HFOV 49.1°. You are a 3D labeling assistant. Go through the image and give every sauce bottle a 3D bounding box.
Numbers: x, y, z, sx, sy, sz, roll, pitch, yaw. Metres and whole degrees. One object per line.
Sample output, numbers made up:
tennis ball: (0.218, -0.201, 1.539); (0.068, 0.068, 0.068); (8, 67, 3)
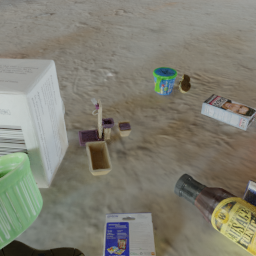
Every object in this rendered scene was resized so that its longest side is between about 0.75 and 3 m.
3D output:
sauce bottle: (2.325, 1.990, 6.255); (2.866, 0.946, 0.946); (27, 44, 35)

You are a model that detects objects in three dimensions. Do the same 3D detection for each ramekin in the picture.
ramekin: (-3.025, 1.607, 5.800); (2.464, 1.204, 2.464); (-19, 15, 5)

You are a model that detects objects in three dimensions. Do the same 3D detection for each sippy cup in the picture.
sippy cup: (1.491, -1.887, 11.489); (1.252, 0.918, 0.984); (-15, 38, -20)

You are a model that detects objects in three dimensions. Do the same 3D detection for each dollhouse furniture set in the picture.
dollhouse furniture set: (-0.531, 0.151, 8.157); (1.711, 1.532, 2.159); (-4, 39, -12)

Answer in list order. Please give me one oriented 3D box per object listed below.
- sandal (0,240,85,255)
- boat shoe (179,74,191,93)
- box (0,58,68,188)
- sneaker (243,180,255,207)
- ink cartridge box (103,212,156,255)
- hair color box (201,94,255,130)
sandal: (-1.906, 2.743, 5.553); (2.150, 0.587, 0.878); (7, 41, -15)
boat shoe: (2.395, -1.812, 11.904); (0.471, 0.403, 1.286); (29, 41, -4)
box: (-3.375, -0.172, 7.445); (2.917, 2.902, 1.907); (4, 35, 6)
sneaker: (3.859, 1.838, 6.587); (2.152, 0.869, 1.243); (27, 40, 22)
ink cartridge box: (0.029, 2.418, 6.205); (1.102, 0.262, 1.115); (-1, 35, 1)
hair color box: (3.617, -0.601, 10.077); (1.693, 0.513, 0.838); (26, 43, 30)
